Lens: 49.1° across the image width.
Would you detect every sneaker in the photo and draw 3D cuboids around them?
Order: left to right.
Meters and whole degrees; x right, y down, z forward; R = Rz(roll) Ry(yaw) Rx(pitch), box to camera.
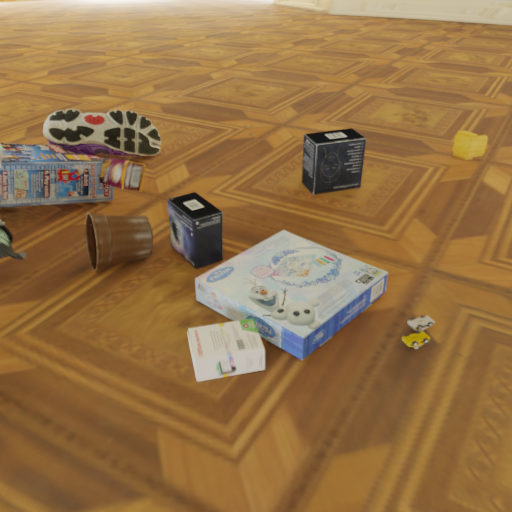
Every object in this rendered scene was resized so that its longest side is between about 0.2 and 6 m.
[{"bbox_3d":[-4.387,-0.631,9.238,1.659,2.371,0.922,44,31,-1],"label":"sneaker"},{"bbox_3d":[-3.911,-3.073,14.389,2.887,1.164,1.205,5,-13,-16],"label":"sneaker"}]

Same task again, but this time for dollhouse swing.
[{"bbox_3d":[5.532,-2.889,14.483,0.572,0.651,0.592,-20,37,-29],"label":"dollhouse swing"}]

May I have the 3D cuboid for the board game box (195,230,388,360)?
[{"bbox_3d":[0.576,0.498,9.099,2.229,0.486,2.240,26,40,35],"label":"board game box"}]

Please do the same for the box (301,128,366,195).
[{"bbox_3d":[1.744,-2.152,12.730,1.236,1.215,0.766,-10,33,-16],"label":"box"}]

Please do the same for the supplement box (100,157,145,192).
[{"bbox_3d":[-2.760,-1.685,11.527,0.439,0.565,1.025,5,8,-43],"label":"supplement box"}]

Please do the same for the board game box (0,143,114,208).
[{"bbox_3d":[-4.762,-1.784,12.109,3.025,0.934,3.027,-2,19,-28],"label":"board game box"}]

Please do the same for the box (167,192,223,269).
[{"bbox_3d":[-1.105,-0.467,10.180,0.626,1.007,1.015,-19,36,-29],"label":"box"}]

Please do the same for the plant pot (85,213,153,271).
[{"bbox_3d":[-2.439,-0.305,10.012,1.024,1.035,1.035,-8,32,-26],"label":"plant pot"}]

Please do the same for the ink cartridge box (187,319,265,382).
[{"bbox_3d":[-0.428,1.306,7.846,0.973,0.409,0.705,-8,34,-11],"label":"ink cartridge box"}]

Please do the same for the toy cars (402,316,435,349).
[{"bbox_3d":[2.405,1.154,8.343,0.381,0.188,0.849,16,32,19],"label":"toy cars"}]
